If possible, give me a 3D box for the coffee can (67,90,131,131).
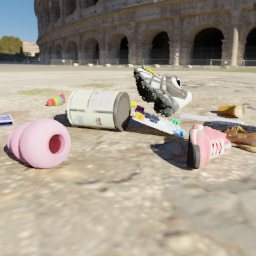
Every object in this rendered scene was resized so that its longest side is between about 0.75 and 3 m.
[{"bbox_3d":[-1.004,-0.661,10.065,1.902,1.392,1.392,6,16,21],"label":"coffee can"}]

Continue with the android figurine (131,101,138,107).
[{"bbox_3d":[-0.068,-1.247,14.664,1.167,0.240,1.062,5,15,20],"label":"android figurine"}]

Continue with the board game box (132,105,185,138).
[{"bbox_3d":[1.062,-0.278,9.725,1.782,0.231,1.783,20,14,-1],"label":"board game box"}]

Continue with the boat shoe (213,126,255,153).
[{"bbox_3d":[3.183,0.220,8.263,0.654,0.614,1.818,-13,20,-42],"label":"boat shoe"}]

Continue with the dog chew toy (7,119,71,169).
[{"bbox_3d":[-2.296,0.358,6.886,1.892,1.178,1.178,1,12,40],"label":"dog chew toy"}]

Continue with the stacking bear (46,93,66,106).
[{"bbox_3d":[-3.846,-1.427,14.820,0.979,0.556,0.594,-24,7,-36],"label":"stacking bear"}]

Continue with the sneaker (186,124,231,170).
[{"bbox_3d":[2.089,0.384,7.127,1.037,0.881,2.390,6,15,17],"label":"sneaker"}]

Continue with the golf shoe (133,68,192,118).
[{"bbox_3d":[1.113,-1.359,9.602,1.265,1.041,2.678,-24,46,-13],"label":"golf shoe"}]

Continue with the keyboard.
[{"bbox_3d":[3.372,-0.347,11.513,2.537,0.135,0.714,11,13,36],"label":"keyboard"}]

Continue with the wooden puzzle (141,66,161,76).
[{"bbox_3d":[0.930,-2.095,10.745,0.994,0.172,1.473,34,4,-14],"label":"wooden puzzle"}]

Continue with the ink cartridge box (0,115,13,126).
[{"bbox_3d":[-5.099,-0.215,10.614,1.326,0.315,1.342,-6,17,-28],"label":"ink cartridge box"}]

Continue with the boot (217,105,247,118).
[{"bbox_3d":[4.468,-0.745,12.352,1.117,0.549,1.560,4,10,36],"label":"boot"}]
